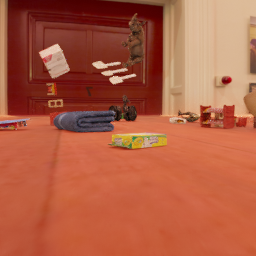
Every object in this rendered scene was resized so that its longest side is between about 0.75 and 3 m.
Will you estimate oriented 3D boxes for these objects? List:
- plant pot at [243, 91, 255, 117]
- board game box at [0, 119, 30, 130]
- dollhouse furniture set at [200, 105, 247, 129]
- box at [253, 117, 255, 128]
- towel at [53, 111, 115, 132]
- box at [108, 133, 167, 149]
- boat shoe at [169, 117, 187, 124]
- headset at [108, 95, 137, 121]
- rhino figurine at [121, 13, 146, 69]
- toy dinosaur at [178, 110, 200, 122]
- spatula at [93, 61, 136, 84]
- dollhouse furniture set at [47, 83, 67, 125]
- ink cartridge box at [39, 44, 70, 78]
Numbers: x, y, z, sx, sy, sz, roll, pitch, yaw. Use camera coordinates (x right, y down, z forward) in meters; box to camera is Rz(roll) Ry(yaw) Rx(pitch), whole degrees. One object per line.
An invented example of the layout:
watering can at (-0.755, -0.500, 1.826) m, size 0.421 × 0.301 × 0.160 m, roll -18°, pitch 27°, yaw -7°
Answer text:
plant pot at (7.326, -1.133, 14.886) m, size 2.015 × 1.353 × 2.015 m, roll -4°, pitch -17°, yaw -1°
board game box at (-3.376, -0.053, 7.758) m, size 1.287 × 0.251 × 1.017 m, roll -5°, pitch 7°, yaw 11°
dollhouse furniture set at (3.246, -0.387, 9.168) m, size 1.774 × 0.721 × 0.955 m, roll -3°, pitch 4°, yaw -39°
box at (4.330, -0.158, 8.333) m, size 1.018 × 0.381 × 0.510 m, roll 6°, pitch 6°, yaw 44°
towel at (-1.284, -0.210, 7.772) m, size 1.214 × 0.528 × 2.174 m, roll -3°, pitch 4°, yaw -28°
box at (0.127, 0.176, 4.028) m, size 0.785 × 0.190 × 0.460 m, roll -5°, pitch 5°, yaw -40°
boat shoe at (2.101, -0.308, 12.032) m, size 0.783 × 0.278 × 0.273 m, roll 10°, pitch 5°, yaw 32°
headset at (-0.275, -0.944, 14.782) m, size 1.590 × 1.209 × 2.574 m, roll -1°, pitch -4°, yaw -5°
rhino figurine at (0.219, -2.801, 9.010) m, size 0.543 × 1.816 × 0.794 m, roll 35°, pitch 55°, yaw 29°
toy dinosaur at (3.012, -0.517, 13.503) m, size 1.076 × 0.579 × 2.441 m, roll 6°, pitch 6°, yaw -4°
spatula at (-0.421, -1.963, 9.573) m, size 1.066 × 0.123 × 1.533 m, roll 40°, pitch 35°, yaw 15°
dollhouse furniture set at (-2.666, -0.893, 10.689) m, size 0.650 × 1.599 × 0.860 m, roll -5°, pitch 6°, yaw -11°
ink cartridge box at (-2.922, -2.656, 11.209) m, size 0.806 × 0.470 × 1.114 m, roll -27°, pitch -33°, yaw -9°
